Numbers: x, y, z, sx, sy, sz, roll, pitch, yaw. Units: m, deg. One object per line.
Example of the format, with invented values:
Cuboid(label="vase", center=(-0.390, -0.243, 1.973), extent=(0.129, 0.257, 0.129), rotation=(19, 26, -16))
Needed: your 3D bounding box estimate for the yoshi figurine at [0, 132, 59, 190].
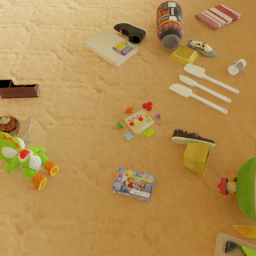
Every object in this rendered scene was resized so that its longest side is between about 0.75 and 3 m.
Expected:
Cuboid(label="yoshi figurine", center=(-3.561, 1.072, 9.583), extent=(2.286, 1.285, 1.280), rotation=(37, 103, 7))

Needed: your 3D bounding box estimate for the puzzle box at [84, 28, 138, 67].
Cuboid(label="puzzle box", center=(-0.817, -3.808, 13.167), extent=(2.177, 0.277, 1.448), rotation=(37, 63, 22))

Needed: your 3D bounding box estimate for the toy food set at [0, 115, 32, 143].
Cuboid(label="toy food set", center=(-4.675, 0.022, 10.495), extent=(1.997, 0.401, 1.379), rotation=(-5, 56, -3))

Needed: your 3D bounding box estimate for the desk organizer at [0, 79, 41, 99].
Cuboid(label="desk organizer", center=(-4.481, -1.623, 11.491), extent=(1.560, 0.601, 0.559), rotation=(-2, 56, -1))

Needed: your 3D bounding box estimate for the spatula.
Cuboid(label="spatula", center=(3.259, -1.700, 11.793), extent=(2.572, 0.207, 1.789), rotation=(30, 60, 19))

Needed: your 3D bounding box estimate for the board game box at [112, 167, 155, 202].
Cuboid(label="board game box", center=(0.202, 1.869, 9.354), extent=(1.274, 0.220, 0.862), rotation=(13, 57, 9))

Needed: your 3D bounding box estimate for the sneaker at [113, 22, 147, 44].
Cuboid(label="sneaker", center=(0.012, -4.579, 13.484), extent=(1.697, 0.600, 0.842), rotation=(17, 52, 6))

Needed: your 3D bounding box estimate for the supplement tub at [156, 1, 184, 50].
Cuboid(label="supplement tub", center=(1.985, -4.822, 13.253), extent=(1.280, 1.280, 2.393), rotation=(2, 55, 1))

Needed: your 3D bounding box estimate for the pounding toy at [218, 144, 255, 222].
Cuboid(label="pounding toy", center=(3.592, 1.592, 8.831), extent=(1.170, 1.946, 2.521), rotation=(0, 51, 32))

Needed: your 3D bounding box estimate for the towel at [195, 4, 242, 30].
Cuboid(label="towel", center=(4.698, -5.813, 14.576), extent=(2.004, 0.228, 1.443), rotation=(-28, 58, -20))

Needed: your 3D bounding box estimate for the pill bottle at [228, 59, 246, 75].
Cuboid(label="pill bottle", center=(4.804, -2.695, 12.314), extent=(0.776, 0.439, 0.439), rotation=(-36, 63, -21))

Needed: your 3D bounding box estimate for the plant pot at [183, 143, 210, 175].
Cuboid(label="plant pot", center=(2.345, 0.996, 9.637), extent=(0.745, 0.845, 0.845), rotation=(12, 56, 22))

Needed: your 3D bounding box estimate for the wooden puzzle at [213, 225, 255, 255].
Cuboid(label="wooden puzzle", center=(3.233, 3.905, 7.935), extent=(1.716, 0.297, 2.544), rotation=(12, 57, 8))

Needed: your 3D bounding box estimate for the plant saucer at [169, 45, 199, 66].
Cuboid(label="plant saucer", center=(2.587, -3.402, 12.907), extent=(1.078, 0.261, 1.078), rotation=(28, 61, 18))

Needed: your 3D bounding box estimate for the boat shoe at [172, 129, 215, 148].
Cuboid(label="boat shoe", center=(2.390, 0.376, 10.153), extent=(1.550, 0.567, 0.486), rotation=(12, 65, 13))

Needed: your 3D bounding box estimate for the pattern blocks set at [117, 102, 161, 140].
Cuboid(label="pattern blocks set", center=(0.445, -0.258, 10.843), extent=(1.730, 0.140, 1.521), rotation=(-21, 59, -14))

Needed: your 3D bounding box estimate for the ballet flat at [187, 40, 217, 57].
Cuboid(label="ballet flat", center=(3.446, -3.720, 12.995), extent=(1.466, 0.467, 0.494), rotation=(24, 59, 15))
